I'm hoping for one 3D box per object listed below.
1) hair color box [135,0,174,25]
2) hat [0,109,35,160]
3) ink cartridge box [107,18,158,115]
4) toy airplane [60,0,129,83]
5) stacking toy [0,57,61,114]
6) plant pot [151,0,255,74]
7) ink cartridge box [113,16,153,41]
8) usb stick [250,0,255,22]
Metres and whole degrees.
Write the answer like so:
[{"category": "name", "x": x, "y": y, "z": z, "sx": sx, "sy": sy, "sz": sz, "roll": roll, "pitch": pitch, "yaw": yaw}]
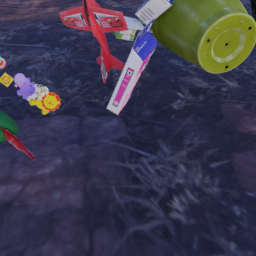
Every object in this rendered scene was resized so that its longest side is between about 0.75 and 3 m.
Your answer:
[{"category": "hair color box", "x": 0.756, "y": -3.517, "z": 8.114, "sx": 1.089, "sy": 0.545, "sz": 0.330, "roll": -22, "pitch": 39, "yaw": 52}, {"category": "hat", "x": -1.963, "y": -0.024, "z": 4.821, "sx": 0.822, "sy": 0.933, "sz": 0.773, "roll": -3, "pitch": 26, "yaw": 8}, {"category": "ink cartridge box", "x": 0.156, "y": -1.419, "z": 6.763, "sx": 0.419, "sy": 2.257, "sz": 1.069, "roll": 29, "pitch": 44, "yaw": 4}, {"category": "toy airplane", "x": -0.693, "y": -2.298, "z": 6.927, "sx": 2.462, "sy": 2.462, "sz": 0.453, "roll": 29, "pitch": 51, "yaw": 34}, {"category": "stacking toy", "x": -2.464, "y": -1.138, "z": 5.735, "sx": 0.508, "sy": 2.162, "sz": 1.630, "roll": -54, "pitch": 28, "yaw": -6}, {"category": "plant pot", "x": 2.334, "y": -3.003, "z": 8.305, "sx": 2.684, "sy": 2.684, "sz": 2.584, "roll": -9, "pitch": 42, "yaw": -12}, {"category": "ink cartridge box", "x": 0.101, "y": -3.089, "z": 8.750, "sx": 1.109, "sy": 0.420, "sz": 0.820, "roll": 2, "pitch": 44, "yaw": -24}, {"category": "usb stick", "x": 3.903, "y": -3.109, "z": 7.956, "sx": 0.478, "sy": 2.935, "sz": 0.814, "roll": -32, "pitch": 40, "yaw": 2}]
